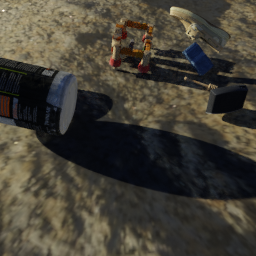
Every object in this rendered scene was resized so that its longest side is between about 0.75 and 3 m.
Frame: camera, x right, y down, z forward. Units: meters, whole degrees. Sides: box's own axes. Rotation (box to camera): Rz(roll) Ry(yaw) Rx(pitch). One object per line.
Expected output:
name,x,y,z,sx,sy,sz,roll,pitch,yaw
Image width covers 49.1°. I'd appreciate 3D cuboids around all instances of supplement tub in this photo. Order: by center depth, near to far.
supplement tub,-2.765,-0.854,7.125,2.682,1.643,1.643,13,45,-1

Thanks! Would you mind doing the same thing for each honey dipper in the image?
honey dipper,2.307,-1.418,8.929,1.059,0.201,0.201,21,47,10

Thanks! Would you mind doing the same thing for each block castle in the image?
block castle,0.157,-2.907,10.034,1.429,1.003,2.139,11,50,-2

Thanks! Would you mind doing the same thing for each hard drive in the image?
hard drive,2.804,-0.776,7.874,1.198,0.808,0.254,-10,36,-19

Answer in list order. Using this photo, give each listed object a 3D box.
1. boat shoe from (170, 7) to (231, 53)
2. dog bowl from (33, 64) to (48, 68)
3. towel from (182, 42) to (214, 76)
boat shoe,2.362,-3.355,9.554,2.264,0.735,0.817,27,18,-8
dog bowl,-2.970,-1.313,8.629,1.490,0.549,1.490,0,47,0
towel,2.361,-2.314,9.409,0.587,0.255,1.051,-38,93,2
